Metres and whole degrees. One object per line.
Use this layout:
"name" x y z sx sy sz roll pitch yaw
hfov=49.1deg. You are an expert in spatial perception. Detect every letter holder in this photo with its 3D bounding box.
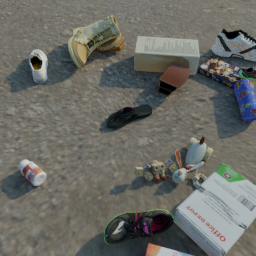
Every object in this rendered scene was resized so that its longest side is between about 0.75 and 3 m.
"letter holder" 1.893 -1.893 11.244 0.922 0.652 1.297 25 53 18

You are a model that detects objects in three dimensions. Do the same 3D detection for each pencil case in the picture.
"pencil case" 4.457 -1.035 10.448 0.704 0.784 1.804 -25 39 31

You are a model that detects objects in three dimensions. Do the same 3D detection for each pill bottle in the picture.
"pill bottle" -2.920 1.335 8.491 0.850 0.477 0.477 33 56 26

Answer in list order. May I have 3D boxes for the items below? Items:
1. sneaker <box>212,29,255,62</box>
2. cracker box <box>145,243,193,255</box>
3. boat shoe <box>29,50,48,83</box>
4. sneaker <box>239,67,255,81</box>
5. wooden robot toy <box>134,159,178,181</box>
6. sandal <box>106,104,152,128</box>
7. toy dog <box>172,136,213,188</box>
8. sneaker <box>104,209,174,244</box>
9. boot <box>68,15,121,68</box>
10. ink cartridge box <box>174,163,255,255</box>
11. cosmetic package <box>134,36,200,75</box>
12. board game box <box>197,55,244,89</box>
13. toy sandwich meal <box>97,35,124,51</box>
"sneaker" 5.299 -3.745 12.581 2.817 1.127 1.038 6 47 4
"cracker box" 1.200 3.571 6.474 1.816 0.524 1.216 12 50 9
"boat shoe" -3.895 -2.872 12.024 0.766 0.755 2.161 -9 49 -8
"sneaker" 4.968 -2.155 11.127 1.162 0.487 0.446 -1 26 -23
"wooden robot toy" 0.813 1.265 8.657 1.350 0.595 0.613 -11 13 -13
"sandal" 0.031 -0.546 10.178 1.824 0.437 0.686 -21 52 -18
"toy dog" 2.020 0.895 8.630 1.156 0.845 1.753 12 50 11
"sneaker" 0.295 2.476 7.160 1.892 0.793 0.726 -13 79 -12
"boot" -1.422 -3.900 12.386 2.184 1.023 2.810 -16 41 14
"ink cartridge box" 2.460 2.185 7.466 2.094 0.870 1.535 -33 56 -26
"cosmetic package" 1.650 -3.147 12.131 2.680 0.952 1.410 6 49 5
"board game box" 4.029 -2.396 11.904 1.748 0.303 1.184 32 56 25
"toy sandwich meal" -0.839 -4.038 13.241 1.423 0.487 1.423 -13 52 17
